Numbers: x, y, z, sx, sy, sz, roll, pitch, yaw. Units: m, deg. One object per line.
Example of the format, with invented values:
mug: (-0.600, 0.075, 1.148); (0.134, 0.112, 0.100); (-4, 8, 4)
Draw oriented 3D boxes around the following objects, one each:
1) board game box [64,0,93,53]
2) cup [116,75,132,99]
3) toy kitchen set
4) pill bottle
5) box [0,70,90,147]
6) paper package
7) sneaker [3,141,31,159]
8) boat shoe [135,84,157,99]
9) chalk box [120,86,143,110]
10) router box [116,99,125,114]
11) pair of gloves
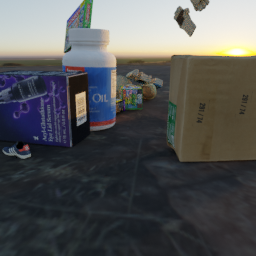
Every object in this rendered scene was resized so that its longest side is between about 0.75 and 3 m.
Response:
board game box: (-1.718, -3.396, 9.514); (0.276, 1.274, 1.893); (7, -8, -30)
cup: (-0.443, -1.823, 13.409); (1.136, 1.136, 0.812); (7, 42, 25)
toy kitchen set: (0.582, -1.789, 13.400); (1.783, 1.428, 1.050); (17, -16, -29)
pill bottle: (-1.144, -1.446, 8.355); (1.583, 2.820, 1.583); (0, 15, 0)
box: (-2.288, -0.570, 7.253); (2.357, 1.744, 1.230); (3, 16, 15)
paper package: (1.959, -0.484, 6.052); (2.082, 2.185, 1.130); (-1, 15, -5)
sneaker: (-2.473, 0.437, 6.217); (0.785, 0.332, 0.294); (7, 17, 26)
boat shoe: (0.617, -1.720, 13.496); (0.688, 0.767, 2.072); (-12, 9, -26)
chalk box: (0.127, -1.203, 11.229); (0.850, 0.856, 1.372); (-1, 14, -4)
router box: (-1.300, -0.807, 10.421); (1.976, 0.505, 1.474); (7, 17, 24)
pair of gloves: (2.249, -4.258, 10.034); (0.280, 1.594, 1.356); (-8, 48, -29)
